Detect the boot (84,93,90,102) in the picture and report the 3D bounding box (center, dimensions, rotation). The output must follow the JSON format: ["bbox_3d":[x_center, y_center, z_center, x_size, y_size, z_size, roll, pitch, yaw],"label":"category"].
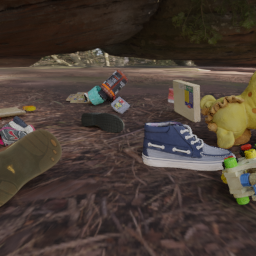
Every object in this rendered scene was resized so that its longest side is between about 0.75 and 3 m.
[{"bbox_3d":[-1.957,-1.712,15.307,0.768,0.386,1.065,-6,23,-14],"label":"boot"}]

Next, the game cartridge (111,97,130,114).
[{"bbox_3d":[-0.378,-1.036,12.901,0.617,0.190,0.927,-45,46,-3],"label":"game cartridge"}]

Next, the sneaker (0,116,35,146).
[{"bbox_3d":[-2.870,0.412,7.690,0.846,0.913,2.265,-42,36,-23],"label":"sneaker"}]

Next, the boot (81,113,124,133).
[{"bbox_3d":[-0.696,-0.332,10.519,1.926,0.652,1.258,12,14,32],"label":"boot"}]

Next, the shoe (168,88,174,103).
[{"bbox_3d":[2.934,-1.703,14.926,1.748,0.795,0.625,11,19,34],"label":"shoe"}]

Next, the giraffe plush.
[{"bbox_3d":[3.525,-0.358,8.099,2.415,2.978,2.569,-28,18,14],"label":"giraffe plush"}]

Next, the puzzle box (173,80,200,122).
[{"bbox_3d":[2.471,-1.208,11.964,0.282,1.475,2.217,-8,18,-10],"label":"puzzle box"}]

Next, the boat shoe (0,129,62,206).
[{"bbox_3d":[-2.636,0.990,5.444,0.995,1.060,2.945,-30,1,42],"label":"boat shoe"}]

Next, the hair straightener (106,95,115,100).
[{"bbox_3d":[-1.343,-2.066,16.546,1.139,0.606,2.961,-1,16,-4],"label":"hair straightener"}]

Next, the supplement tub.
[{"bbox_3d":[-0.797,-2.152,14.277,1.594,0.853,0.853,-44,26,-6],"label":"supplement tub"}]

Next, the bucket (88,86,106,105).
[{"bbox_3d":[-1.601,-1.662,14.426,0.601,0.924,0.924,-27,8,19],"label":"bucket"}]

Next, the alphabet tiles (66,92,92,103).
[{"bbox_3d":[-2.407,-1.718,15.818,1.967,0.062,1.637,1,26,5],"label":"alphabet tiles"}]

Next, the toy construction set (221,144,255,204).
[{"bbox_3d":[2.827,0.799,5.545,2.430,1.119,1.593,-3,-10,-37],"label":"toy construction set"}]

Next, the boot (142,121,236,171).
[{"bbox_3d":[1.526,0.410,7.007,2.344,1.059,0.853,1,16,3],"label":"boot"}]

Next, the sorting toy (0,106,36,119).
[{"bbox_3d":[-5.138,-0.656,12.270,2.297,0.308,1.712,-11,15,-35],"label":"sorting toy"}]
